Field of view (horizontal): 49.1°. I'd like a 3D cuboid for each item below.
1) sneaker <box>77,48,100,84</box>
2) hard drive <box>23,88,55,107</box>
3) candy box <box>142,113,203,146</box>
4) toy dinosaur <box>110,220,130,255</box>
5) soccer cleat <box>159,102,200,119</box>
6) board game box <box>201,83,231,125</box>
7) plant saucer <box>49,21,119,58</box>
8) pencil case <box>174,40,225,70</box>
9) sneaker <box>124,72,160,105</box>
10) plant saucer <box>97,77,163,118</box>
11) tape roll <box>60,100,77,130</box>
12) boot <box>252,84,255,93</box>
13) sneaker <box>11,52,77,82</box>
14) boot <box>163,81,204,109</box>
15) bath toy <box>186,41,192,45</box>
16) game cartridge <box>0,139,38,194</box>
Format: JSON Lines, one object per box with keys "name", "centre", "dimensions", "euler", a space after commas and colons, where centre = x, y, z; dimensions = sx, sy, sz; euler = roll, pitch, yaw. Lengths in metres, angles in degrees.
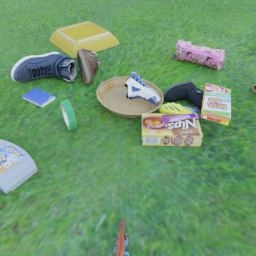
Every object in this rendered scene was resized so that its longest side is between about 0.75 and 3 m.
{"name": "sneaker", "centre": [-1.723, -2.953, 12.864], "dimensions": [1.010, 0.942, 2.675], "euler": [-5, 42, -15]}
{"name": "hard drive", "centre": [-3.649, -1.252, 11.474], "dimensions": [1.110, 0.141, 0.732], "euler": [23, 46, 24]}
{"name": "candy box", "centre": [1.462, 0.053, 9.637], "dimensions": [1.974, 0.557, 1.151], "euler": [0, 42, 2]}
{"name": "toy dinosaur", "centre": [-0.236, 2.760, 6.417], "dimensions": [0.495, 0.943, 0.855], "euler": [-10, 7, 11]}
{"name": "soccer cleat", "centre": [1.883, -0.547, 10.401], "dimensions": [1.552, 0.502, 0.649], "euler": [8, 62, 16]}
{"name": "board game box", "centre": [3.076, -0.869, 9.726], "dimensions": [0.932, 0.292, 1.950], "euler": [16, 45, 7]}
{"name": "plant saucer", "centre": [-2.464, -5.071, 15.494], "dimensions": [2.973, 0.720, 2.974], "euler": [-28, 48, -27]}
{"name": "pencil case", "centre": [3.452, -3.533, 13.496], "dimensions": [2.386, 0.988, 1.032], "euler": [22, 47, 22]}
{"name": "sneaker", "centre": [0.431, -1.313, 10.766], "dimensions": [1.544, 0.624, 0.891], "euler": [44, 86, 5]}
{"name": "plant saucer", "centre": [0.069, -1.159, 11.003], "dimensions": [2.602, 0.461, 2.602], "euler": [4, 41, -3]}
{"name": "tape roll", "centre": [-2.091, -0.453, 9.832], "dimensions": [0.255, 1.060, 1.060], "euler": [-19, 44, -19]}
{"name": "boot", "centre": [6.320, -1.504, 11.317], "dimensions": [1.587, 0.740, 2.052], "euler": [-24, 40, -26]}
{"name": "sneaker", "centre": [-3.521, -2.523, 12.266], "dimensions": [1.956, 1.029, 2.706], "euler": [30, 48, 34]}
{"name": "boot", "centre": [2.581, -1.020, 10.892], "dimensions": [1.662, 0.662, 2.016], "euler": [-27, 52, -24]}
{"name": "bath toy", "centre": [3.130, -4.277, 14.856], "dimensions": [0.452, 0.384, 1.039], "euler": [-30, 21, 38]}
{"name": "game cartridge", "centre": [-3.816, 1.072, 8.612], "dimensions": [1.987, 0.413, 1.323], "euler": [25, 51, 26]}
